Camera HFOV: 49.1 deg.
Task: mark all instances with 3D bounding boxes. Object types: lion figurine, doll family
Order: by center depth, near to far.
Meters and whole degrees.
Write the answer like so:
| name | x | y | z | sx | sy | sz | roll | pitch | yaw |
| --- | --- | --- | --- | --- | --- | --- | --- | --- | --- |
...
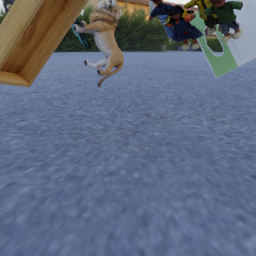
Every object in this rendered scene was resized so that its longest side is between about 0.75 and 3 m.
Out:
| name | x | y | z | sx | sy | sz | roll | pitch | yaw |
| --- | --- | --- | --- | --- | --- | --- | --- | --- | --- |
| doll family | 1.518 | -2.765 | 6.800 | 2.521 | 1.457 | 0.989 | -6 | 56 | 37 |
| lion figurine | -0.629 | -2.510 | 8.253 | 1.515 | 2.473 | 0.896 | -19 | 11 | -36 |

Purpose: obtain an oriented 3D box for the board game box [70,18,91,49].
| name | x | y | z | sx | sy | sz | roll | pitch | yaw |
| --- | --- | --- | --- | --- | --- | --- | --- | --- | --- |
| board game box | -1.811 | -3.495 | 9.664 | 0.214 | 1.030 | 1.523 | -36 | -17 | -4 |

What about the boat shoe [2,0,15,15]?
| name | x | y | z | sx | sy | sz | roll | pitch | yaw |
| --- | --- | --- | --- | --- | --- | --- | --- | --- | --- |
| boat shoe | -3.249 | -3.469 | 8.822 | 1.070 | 3.002 | 0.904 | -18 | 22 | -3 |

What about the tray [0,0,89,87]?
| name | x | y | z | sx | sy | sz | roll | pitch | yaw |
| --- | --- | --- | --- | --- | --- | --- | --- | --- | --- |
| tray | -1.778 | -2.052 | 5.569 | 0.497 | 2.684 | 1.324 | 41 | 12 | 8 |

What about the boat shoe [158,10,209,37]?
| name | x | y | z | sx | sy | sz | roll | pitch | yaw |
| --- | --- | --- | --- | --- | --- | --- | --- | --- | --- |
| boat shoe | 2.054 | -3.911 | 10.441 | 2.065 | 0.679 | 0.738 | 18 | -20 | 3 |

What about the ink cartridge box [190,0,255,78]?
| name | x | y | z | sx | sy | sz | roll | pitch | yaw |
| --- | --- | --- | --- | --- | --- | --- | --- | --- | --- |
| ink cartridge box | 3.355 | -2.921 | 7.642 | 2.860 | 2.081 | 0.686 | -26 | -2 | 38 |
